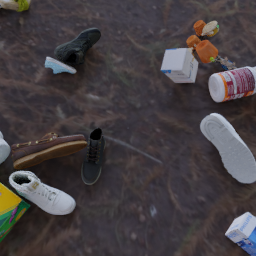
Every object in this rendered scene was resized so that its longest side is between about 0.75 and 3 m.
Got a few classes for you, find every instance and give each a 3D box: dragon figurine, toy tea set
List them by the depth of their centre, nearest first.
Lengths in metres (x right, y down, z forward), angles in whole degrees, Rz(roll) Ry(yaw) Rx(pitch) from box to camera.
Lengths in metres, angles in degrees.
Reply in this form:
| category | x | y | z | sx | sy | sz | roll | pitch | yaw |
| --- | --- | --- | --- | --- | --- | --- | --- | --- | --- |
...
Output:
| category | x | y | z | sx | sy | sz | roll | pitch | yaw |
| --- | --- | --- | --- | --- | --- | --- | --- | --- | --- |
| dragon figurine | 4.202 | -2.683 | 11.831 | 1.343 | 0.668 | 0.395 | 31 | 105 | 0 |
| toy tea set | 3.324 | -3.666 | 12.200 | 1.588 | 0.988 | 2.670 | -6 | 51 | 49 |

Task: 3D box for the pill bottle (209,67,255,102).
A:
| category | x | y | z | sx | sy | sz | roll | pitch | yaw |
| --- | --- | --- | --- | --- | --- | --- | --- | --- | --- |
| pill bottle | 4.355 | -1.762 | 11.012 | 2.066 | 1.132 | 1.132 | -13 | 63 | -6 |

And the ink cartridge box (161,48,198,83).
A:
| category | x | y | z | sx | sy | sz | roll | pitch | yaw |
| --- | --- | --- | --- | --- | --- | --- | --- | --- | --- |
| ink cartridge box | 2.066 | -2.429 | 11.056 | 0.925 | 1.256 | 0.908 | 8 | 79 | 36 |

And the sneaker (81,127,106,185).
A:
| category | x | y | z | sx | sy | sz | roll | pitch | yaw |
| --- | --- | --- | --- | --- | --- | --- | --- | --- | --- |
| sneaker | -1.244 | 0.938 | 9.656 | 0.700 | 0.994 | 1.872 | 7 | 62 | 4 |

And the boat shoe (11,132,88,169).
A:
| category | x | y | z | sx | sy | sz | roll | pitch | yaw |
| --- | --- | --- | --- | --- | --- | --- | --- | --- | --- |
| boat shoe | -2.801 | 0.609 | 9.864 | 2.648 | 0.932 | 0.931 | -15 | 66 | -8 |

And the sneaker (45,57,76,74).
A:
| category | x | y | z | sx | sy | sz | roll | pitch | yaw |
| --- | --- | --- | --- | --- | --- | --- | --- | --- | --- |
| sneaker | -2.872 | -2.512 | 11.880 | 1.359 | 0.502 | 0.557 | 24 | 104 | 2 |

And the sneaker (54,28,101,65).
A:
| category | x | y | z | sx | sy | sz | roll | pitch | yaw |
| --- | --- | --- | --- | --- | --- | --- | --- | --- | --- |
| sneaker | -1.906 | -3.392 | 11.930 | 2.228 | 0.852 | 1.276 | -34 | 54 | -16 |

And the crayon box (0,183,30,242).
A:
| category | x | y | z | sx | sy | sz | roll | pitch | yaw |
| --- | --- | --- | --- | --- | --- | --- | --- | --- | --- |
| crayon box | -4.925 | 2.320 | 8.979 | 2.998 | 0.873 | 1.780 | 30 | 66 | 15 |

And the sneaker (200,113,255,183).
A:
| category | x | y | z | sx | sy | sz | roll | pitch | yaw |
| --- | --- | --- | --- | --- | --- | --- | --- | --- | --- |
| sneaker | 3.689 | 0.630 | 9.854 | 1.038 | 1.093 | 2.716 | -35 | 78 | 30 |

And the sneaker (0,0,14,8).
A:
| category | x | y | z | sx | sy | sz | roll | pitch | yaw |
| --- | --- | --- | --- | --- | --- | --- | --- | --- | --- |
| sneaker | -6.347 | -6.216 | 13.729 | 1.597 | 0.599 | 0.692 | -34 | 62 | -17 |

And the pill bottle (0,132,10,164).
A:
| category | x | y | z | sx | sy | sz | roll | pitch | yaw |
| --- | --- | --- | --- | --- | --- | --- | --- | --- | --- |
| pill bottle | -5.288 | 0.265 | 9.829 | 2.312 | 1.320 | 1.320 | 41 | 69 | 19 |

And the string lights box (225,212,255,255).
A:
| category | x | y | z | sx | sy | sz | roll | pitch | yaw |
| --- | --- | --- | --- | --- | --- | --- | --- | --- | --- |
| string lights box | 4.129 | 3.567 | 8.152 | 2.288 | 1.175 | 0.674 | 38 | 68 | 18 |

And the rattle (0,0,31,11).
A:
| category | x | y | z | sx | sy | sz | roll | pitch | yaw |
| --- | --- | --- | --- | --- | --- | --- | --- | --- | --- |
| rattle | -5.637 | -7.079 | 13.326 | 1.780 | 1.953 | 2.734 | -13 | 65 | -16 |

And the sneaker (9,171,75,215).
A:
| category | x | y | z | sx | sy | sz | roll | pitch | yaw |
| --- | --- | --- | --- | --- | --- | --- | --- | --- | --- |
| sneaker | -2.772 | 2.069 | 8.921 | 2.156 | 1.246 | 0.794 | 18 | 61 | 9 |
